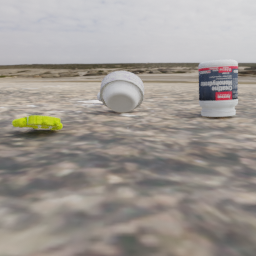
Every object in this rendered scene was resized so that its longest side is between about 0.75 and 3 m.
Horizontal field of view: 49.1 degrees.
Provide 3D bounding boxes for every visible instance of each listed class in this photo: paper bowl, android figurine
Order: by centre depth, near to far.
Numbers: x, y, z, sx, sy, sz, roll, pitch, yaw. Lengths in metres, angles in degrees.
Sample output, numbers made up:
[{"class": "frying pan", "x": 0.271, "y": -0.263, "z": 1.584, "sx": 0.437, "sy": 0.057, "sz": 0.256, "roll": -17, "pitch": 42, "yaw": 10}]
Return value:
[{"class": "android figurine", "x": -2.397, "y": -0.126, "z": 7.585, "sx": 1.401, "sy": 0.288, "sz": 1.276, "roll": -4, "pitch": -8, "yaw": 43}, {"class": "paper bowl", "x": -0.246, "y": -1.288, "z": 10.924, "sx": 1.742, "sy": 1.742, "sz": 0.906, "roll": 1, "pitch": 51, "yaw": 5}]

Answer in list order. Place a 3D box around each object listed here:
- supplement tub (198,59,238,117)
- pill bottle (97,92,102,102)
[{"class": "supplement tub", "x": 3.291, "y": -1.448, "z": 10.251, "sx": 1.378, "sy": 1.964, "sz": 1.378, "roll": -3, "pitch": 8, "yaw": 0}, {"class": "pill bottle", "x": -0.929, "y": -1.521, "z": 13.821, "sx": 1.229, "sy": 0.689, "sz": 0.689, "roll": 9, "pitch": 15, "yaw": 39}]
